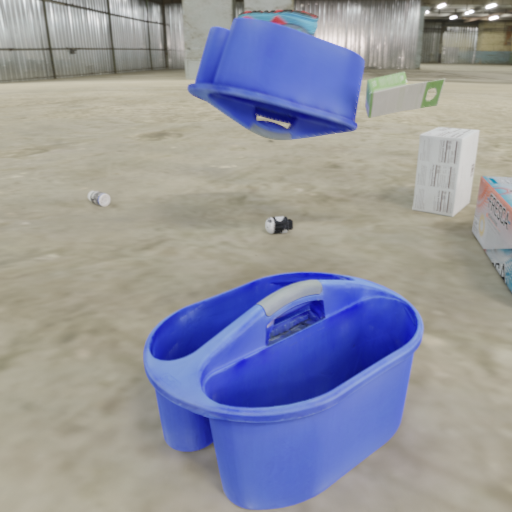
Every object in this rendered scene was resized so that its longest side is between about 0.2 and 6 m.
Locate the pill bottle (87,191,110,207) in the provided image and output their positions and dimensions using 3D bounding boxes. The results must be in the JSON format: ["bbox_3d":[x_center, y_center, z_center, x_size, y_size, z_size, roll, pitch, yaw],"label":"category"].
[{"bbox_3d":[-3.749,-1.373,13.330,0.551,0.313,0.313,19,29,39],"label":"pill bottle"}]

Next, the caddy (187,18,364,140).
[{"bbox_3d":[0.392,-2.954,10.056,3.214,1.687,2.272,7,10,-27],"label":"caddy"}]

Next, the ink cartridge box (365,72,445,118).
[{"bbox_3d":[2.525,-2.797,9.619,1.234,0.296,0.898,-11,-16,6],"label":"ink cartridge box"}]

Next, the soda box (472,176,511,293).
[{"bbox_3d":[4.703,-0.351,9.583,1.137,1.223,3.576,3,22,8],"label":"soda box"}]

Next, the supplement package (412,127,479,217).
[{"bbox_3d":[4.354,-1.968,12.871,0.970,1.750,1.363,15,26,32],"label":"supplement package"}]

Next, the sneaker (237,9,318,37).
[{"bbox_3d":[0.309,-4.727,12.193,0.917,1.104,2.311,-6,20,-38],"label":"sneaker"}]

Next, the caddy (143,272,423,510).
[{"bbox_3d":[0.323,1.028,5.742,3.018,1.584,2.134,-19,30,-39],"label":"caddy"}]

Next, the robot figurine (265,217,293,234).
[{"bbox_3d":[0.465,-0.635,11.450,0.562,0.422,0.351,-4,67,-10],"label":"robot figurine"}]
